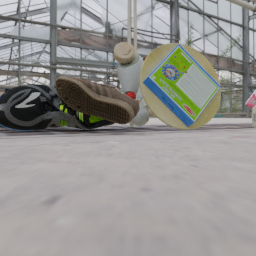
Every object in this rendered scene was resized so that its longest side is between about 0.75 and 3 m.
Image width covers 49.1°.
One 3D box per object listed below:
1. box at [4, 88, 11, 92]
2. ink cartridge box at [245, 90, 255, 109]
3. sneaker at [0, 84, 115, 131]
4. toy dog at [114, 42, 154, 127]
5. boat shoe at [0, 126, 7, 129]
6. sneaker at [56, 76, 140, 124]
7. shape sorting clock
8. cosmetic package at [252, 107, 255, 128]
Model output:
[{"bbox_3d":[-2.696,-0.620,8.829,1.496,1.079,2.015,1,2,5],"label":"box"},{"bbox_3d":[4.410,-0.762,8.732,1.145,0.839,0.474,37,18,13],"label":"ink cartridge box"},{"bbox_3d":[-1.271,-0.459,5.900,2.829,1.003,1.172,-1,-2,-29],"label":"sneaker"},{"bbox_3d":[0.361,-1.237,7.706,1.130,2.346,1.547,-13,-3,-3],"label":"toy dog"},{"bbox_3d":[-2.298,-0.301,6.467,2.065,0.781,0.623,-8,18,-24],"label":"boat shoe"},{"bbox_3d":[-0.537,-0.543,5.045,1.574,0.554,0.595,26,37,12],"label":"sneaker"},{"bbox_3d":[1.249,-0.987,6.548,2.103,2.103,0.413,-1,-14,-22],"label":"shape sorting clock"},{"bbox_3d":[4.153,-0.278,7.326,1.569,0.574,0.812,-1,3,13],"label":"cosmetic package"}]
